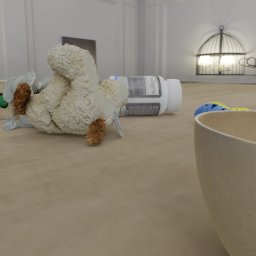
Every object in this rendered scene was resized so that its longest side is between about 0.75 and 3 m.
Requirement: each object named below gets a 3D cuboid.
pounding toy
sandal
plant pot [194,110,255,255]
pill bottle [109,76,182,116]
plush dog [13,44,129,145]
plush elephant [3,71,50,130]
[{"bbox_3d":[-4.559,-1.234,10.696,1.300,1.684,1.829,5,13,24],"label":"pounding toy"},{"bbox_3d":[2.759,-0.306,8.604,0.881,0.804,2.023,-22,17,-28],"label":"sandal"},{"bbox_3d":[1.513,0.660,2.285,2.010,1.349,2.010,2,11,0],"label":"plant pot"},{"bbox_3d":[0.644,-1.291,11.254,2.780,1.582,1.582,-1,12,-6],"label":"pill bottle"},{"bbox_3d":[-1.639,-0.513,7.691,2.501,2.337,2.912,-9,-23,29],"label":"plush dog"},{"bbox_3d":[-3.117,-0.979,9.229,1.892,1.778,2.297,9,15,38],"label":"plush elephant"}]
